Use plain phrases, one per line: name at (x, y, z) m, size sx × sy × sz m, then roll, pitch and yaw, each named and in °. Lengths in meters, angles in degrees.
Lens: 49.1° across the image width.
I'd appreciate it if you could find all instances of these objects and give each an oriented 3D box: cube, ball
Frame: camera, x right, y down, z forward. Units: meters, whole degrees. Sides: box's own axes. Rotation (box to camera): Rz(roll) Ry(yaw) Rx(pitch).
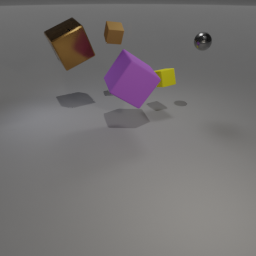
cube at (-0.628, -4.183, 12.321) m, size 0.700 × 0.700 × 0.700 m, roll -1°, pitch 49°, yaw -17°
cube at (1.582, -2.198, 12.265) m, size 0.700 × 0.700 × 0.700 m, roll -17°, pitch 16°, yaw -24°
ball at (2.960, -3.422, 11.074) m, size 0.700 × 0.700 × 0.700 m, roll 0°, pitch 27°, yaw 0°
cube at (-2.440, -3.521, 11.709) m, size 1.400 × 1.400 × 1.400 m, roll -31°, pitch 42°, yaw -8°
cube at (0.121, -1.861, 10.632) m, size 1.400 × 1.400 × 1.400 m, roll 26°, pitch 22°, yaw -29°
